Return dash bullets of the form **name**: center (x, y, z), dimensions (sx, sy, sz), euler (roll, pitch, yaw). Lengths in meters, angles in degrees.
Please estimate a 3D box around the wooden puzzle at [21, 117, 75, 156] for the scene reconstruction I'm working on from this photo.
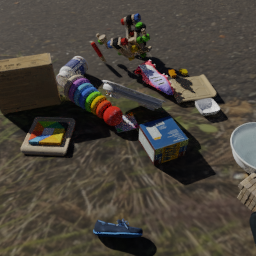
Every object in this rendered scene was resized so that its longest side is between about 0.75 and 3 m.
- **wooden puzzle**: center (-3.088, 0.238, 10.969), dimensions (1.740, 0.350, 1.881), euler (2, 45, 2)

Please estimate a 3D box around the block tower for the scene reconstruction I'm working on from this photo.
- **block tower**: center (4.591, 2.606, 8.280), dimensions (0.760, 0.813, 2.813), euler (-27, 52, -25)

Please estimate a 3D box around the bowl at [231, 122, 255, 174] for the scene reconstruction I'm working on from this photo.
- **bowl**: center (4.650, 0.942, 9.748), dimensions (2.288, 1.028, 2.288), euler (-1, 45, 1)

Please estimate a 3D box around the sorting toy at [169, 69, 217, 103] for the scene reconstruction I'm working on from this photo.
- **sorting toy**: center (2.890, -2.070, 13.373), dimensions (1.821, 0.327, 2.445), euler (-12, 45, -5)

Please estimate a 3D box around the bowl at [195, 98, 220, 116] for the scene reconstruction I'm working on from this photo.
- **bowl**: center (3.414, -0.861, 12.100), dimensions (0.881, 0.329, 0.883), euler (-12, 45, -12)

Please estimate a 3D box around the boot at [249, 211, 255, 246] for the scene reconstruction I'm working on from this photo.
- **boot**: center (3.370, 3.478, 7.258), dimensions (2.026, 0.921, 2.411), euler (-12, 52, -17)

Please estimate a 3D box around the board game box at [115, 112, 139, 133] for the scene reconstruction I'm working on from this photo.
- **board game box**: center (-0.113, -0.252, 11.630), dimensions (0.923, 0.119, 0.923), euler (-12, 46, -13)

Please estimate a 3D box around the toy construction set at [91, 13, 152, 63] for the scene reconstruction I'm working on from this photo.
- **toy construction set**: center (-0.105, -4.160, 14.540), dimensions (2.922, 2.246, 2.437), euler (-19, 45, 16)

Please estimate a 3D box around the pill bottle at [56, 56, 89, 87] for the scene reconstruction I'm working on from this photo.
- **pill bottle**: center (-2.699, -2.699, 13.537), dimensions (0.922, 0.922, 1.662), euler (18, 47, 17)

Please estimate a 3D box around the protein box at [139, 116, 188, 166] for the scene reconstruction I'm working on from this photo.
- **protein box**: center (1.270, 0.445, 10.359), dimensions (1.325, 0.900, 1.334), euler (-16, 47, -16)

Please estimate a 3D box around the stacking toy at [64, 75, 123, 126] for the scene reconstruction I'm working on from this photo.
- **stacking toy**: center (-1.377, -1.077, 11.741), dimensions (2.908, 1.241, 1.241), euler (36, 55, 27)

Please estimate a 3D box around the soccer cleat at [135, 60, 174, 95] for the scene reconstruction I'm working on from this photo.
- **soccer cleat**: center (1.255, -2.272, 13.295), dimensions (0.993, 0.866, 2.597), euler (-33, 52, 0)

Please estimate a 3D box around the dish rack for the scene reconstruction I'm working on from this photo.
- **dish rack**: center (0.132, -1.300, 11.440), dimensions (2.502, 0.545, 2.147), euler (17, 6, -14)

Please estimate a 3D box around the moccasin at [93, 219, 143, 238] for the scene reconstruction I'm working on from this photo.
- **moccasin**: center (-0.282, 2.870, 8.114), dimensions (1.434, 0.577, 0.489), euler (4, 55, 2)

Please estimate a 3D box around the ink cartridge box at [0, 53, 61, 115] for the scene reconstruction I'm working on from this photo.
- **ink cartridge box**: center (-4.318, -1.855, 11.830), dimensions (2.569, 2.117, 0.965), euler (-12, 46, -11)
